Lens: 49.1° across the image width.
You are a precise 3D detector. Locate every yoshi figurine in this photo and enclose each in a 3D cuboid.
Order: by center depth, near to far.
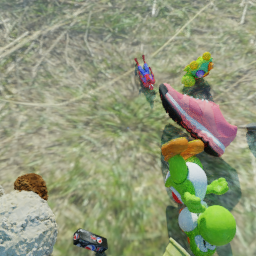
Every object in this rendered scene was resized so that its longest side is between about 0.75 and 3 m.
[{"bbox_3d":[1.643,1.461,6.170,1.440,1.435,2.562,-11,72,0],"label":"yoshi figurine"}]

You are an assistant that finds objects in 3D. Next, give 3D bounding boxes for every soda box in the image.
[{"bbox_3d":[-0.816,2.484,6.138,0.251,0.791,0.280,-45,32,19],"label":"soda box"}]

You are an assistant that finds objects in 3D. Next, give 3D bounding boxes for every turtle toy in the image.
[{"bbox_3d":[2.130,-1.775,8.626,1.222,0.890,0.618,-35,93,2],"label":"turtle toy"}]

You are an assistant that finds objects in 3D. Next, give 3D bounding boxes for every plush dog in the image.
[{"bbox_3d":[-2.595,2.067,5.292,2.559,2.391,2.980,-15,62,3],"label":"plush dog"}]

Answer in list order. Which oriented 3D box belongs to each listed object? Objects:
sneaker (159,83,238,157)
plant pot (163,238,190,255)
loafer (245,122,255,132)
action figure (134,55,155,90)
[{"bbox_3d":[1.881,-0.409,7.640,1.088,0.924,2.508,-41,78,-7],"label":"sneaker"},{"bbox_3d":[0.914,3.046,5.483,1.151,1.252,1.252,-44,68,-10],"label":"plant pot"},{"bbox_3d":[3.796,0.081,7.747,1.035,0.361,0.389,7,18,20],"label":"loafer"},{"bbox_3d":[0.549,-1.731,8.818,0.439,0.347,1.341,-19,63,1],"label":"action figure"}]
